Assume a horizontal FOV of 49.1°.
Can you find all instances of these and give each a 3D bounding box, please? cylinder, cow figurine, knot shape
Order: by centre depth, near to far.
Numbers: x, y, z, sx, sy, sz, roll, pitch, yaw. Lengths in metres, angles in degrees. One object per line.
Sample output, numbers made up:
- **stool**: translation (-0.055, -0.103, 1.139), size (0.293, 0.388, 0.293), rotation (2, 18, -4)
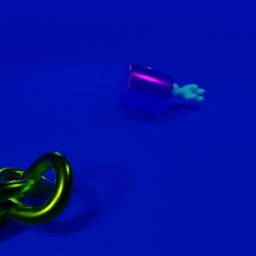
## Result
- **knot shape**: translation (-1.968, 1.153, 5.201), size (2.066, 0.955, 1.933), rotation (-24, 11, -10)
- **cylinder**: translation (0.496, -1.138, 8.533), size (1.355, 1.355, 1.355), rotation (15, 29, -12)
- **cow figurine**: translation (1.812, -1.132, 9.058), size (1.033, 0.576, 1.050), rotation (4, -5, 42)

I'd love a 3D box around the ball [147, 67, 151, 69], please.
- **ball**: translation (0.626, -1.709, 9.689), size (0.763, 0.763, 0.763), rotation (0, 31, 0)
